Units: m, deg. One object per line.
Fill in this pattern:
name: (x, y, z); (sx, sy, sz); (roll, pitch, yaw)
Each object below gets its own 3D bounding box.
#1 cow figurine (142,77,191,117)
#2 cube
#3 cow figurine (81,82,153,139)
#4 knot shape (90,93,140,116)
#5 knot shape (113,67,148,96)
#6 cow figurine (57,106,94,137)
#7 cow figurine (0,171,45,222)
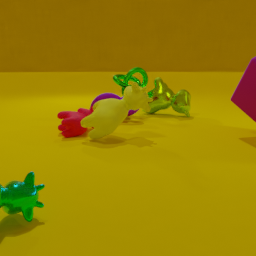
cow figurine: (1.242, -0.869, 9.427); (1.692, 1.665, 0.929); (-31, -26, 17)
cube: (3.368, -0.884, 6.101); (1.338, 1.338, 1.338); (-30, 62, -20)
cow figurine: (-0.209, -0.390, 6.264); (1.389, 0.775, 1.411); (-16, 26, 34)
knot shape: (-0.273, -0.685, 8.499); (1.477, 0.729, 1.579); (-4, 2, 25)
knot shape: (0.171, -1.559, 9.436); (1.122, 1.199, 0.554); (-33, -21, -10)
cow figurine: (-1.164, -0.166, 6.958); (1.125, 0.627, 1.143); (-6, 20, -23)
cow figurine: (-1.338, 0.670, 2.720); (0.938, 0.523, 0.953); (-1, -15, -6)
